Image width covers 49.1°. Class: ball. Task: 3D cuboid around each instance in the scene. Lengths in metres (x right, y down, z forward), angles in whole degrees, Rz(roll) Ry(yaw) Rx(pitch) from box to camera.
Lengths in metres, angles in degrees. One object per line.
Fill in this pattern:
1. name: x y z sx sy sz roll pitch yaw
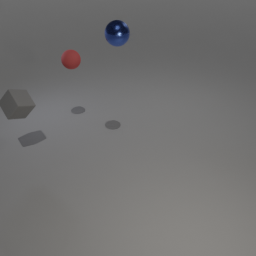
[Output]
1. ball: -0.298 -2.608 7.724 0.700 0.700 0.700 0 31 0
2. ball: -2.066 -2.483 10.154 0.700 0.700 0.700 0 31 0

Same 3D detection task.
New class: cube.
1. cube: -3.557 -0.766 8.992 0.700 0.700 0.700 55 27 14
